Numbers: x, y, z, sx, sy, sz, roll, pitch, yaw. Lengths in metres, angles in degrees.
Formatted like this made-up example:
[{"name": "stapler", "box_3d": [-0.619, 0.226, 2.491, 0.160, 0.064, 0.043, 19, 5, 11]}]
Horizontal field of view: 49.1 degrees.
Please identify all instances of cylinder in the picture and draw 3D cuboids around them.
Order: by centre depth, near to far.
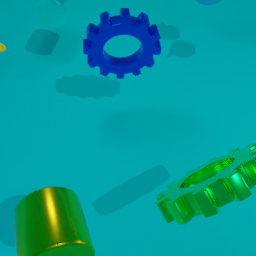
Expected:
[{"name": "cylinder", "box_3d": [-1.009, 1.443, 3.764, 0.941, 0.941, 0.941, -21, 41, -10]}, {"name": "cylinder", "box_3d": [-2.089, -3.539, 8.079, 0.906, 0.906, 0.906, 8, 49, 4]}]

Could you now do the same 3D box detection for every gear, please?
[{"name": "gear", "box_3d": [1.490, 0.958, 4.985, 2.092, 2.092, 0.387, -29, 86, -13]}, {"name": "gear", "box_3d": [-0.138, -1.975, 6.818, 1.857, 1.857, 0.344, -5, 57, -2]}]

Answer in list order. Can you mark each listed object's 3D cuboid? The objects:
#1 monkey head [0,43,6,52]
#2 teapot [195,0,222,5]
[{"name": "monkey head", "box_3d": [-3.138, -1.809, 5.529, 1.260, 0.759, 0.907, 11, 50, -8]}, {"name": "teapot", "box_3d": [2.307, -4.116, 8.046, 1.728, 1.074, 0.846, -1, 74, 27]}]
